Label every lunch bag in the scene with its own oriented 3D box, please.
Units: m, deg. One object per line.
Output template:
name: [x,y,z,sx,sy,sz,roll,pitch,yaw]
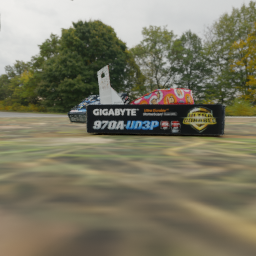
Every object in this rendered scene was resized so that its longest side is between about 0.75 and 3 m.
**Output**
lunch bag: [1.794,-1.119,14.085,2.569,1.195,2.917,-5,-10,-41]

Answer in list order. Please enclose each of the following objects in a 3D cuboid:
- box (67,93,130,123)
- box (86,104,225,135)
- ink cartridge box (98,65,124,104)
box: [-1.469,-1.015,14.073,2.552,0.587,2.029,1,34,34]
box: [0.681,-0.223,6.622,2.816,0.648,2.238,1,3,11]
ink cartridge box: [-0.525,-0.914,8.689,0.523,1.832,1.489,-2,4,-18]
